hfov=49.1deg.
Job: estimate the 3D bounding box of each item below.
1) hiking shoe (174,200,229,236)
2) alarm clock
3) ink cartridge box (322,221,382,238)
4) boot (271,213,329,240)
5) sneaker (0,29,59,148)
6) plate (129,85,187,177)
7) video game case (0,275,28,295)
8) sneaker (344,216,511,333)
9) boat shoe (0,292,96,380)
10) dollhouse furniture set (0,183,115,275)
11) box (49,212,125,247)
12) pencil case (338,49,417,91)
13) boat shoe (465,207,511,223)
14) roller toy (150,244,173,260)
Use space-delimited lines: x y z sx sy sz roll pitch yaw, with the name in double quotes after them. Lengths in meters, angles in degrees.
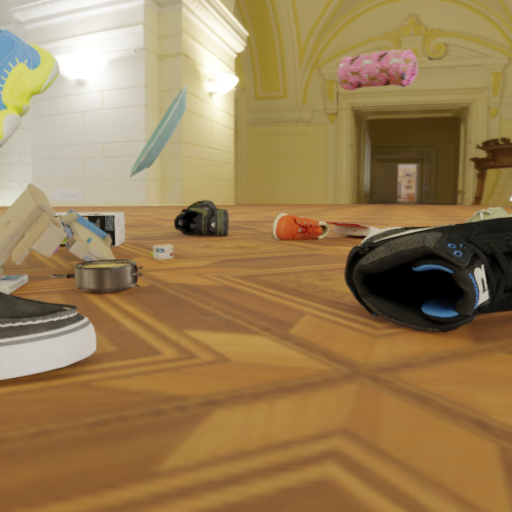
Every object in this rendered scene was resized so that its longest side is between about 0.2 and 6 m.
-1.852 -1.159 16.750 1.385 1.042 2.751 0 7 -26 "hiking shoe"
-2.145 0.276 7.543 1.216 0.405 0.820 1 7 -10 "alarm clock"
2.623 -0.704 15.358 1.142 0.286 1.315 7 1 -39 "ink cartridge box"
1.195 -0.749 15.047 1.023 0.716 1.907 12 11 36 "boot"
-4.327 -2.615 8.957 1.366 2.602 0.985 39 -39 -26 "sneaker"
-2.052 -2.647 12.182 0.297 2.326 2.326 32 -3 -18 "plate"
-3.841 0.400 7.593 1.194 0.141 1.087 -2 6 -10 "video game case"
2.514 0.217 5.583 3.250 1.187 1.818 -6 8 19 "sneaker"
-2.693 0.376 4.350 2.883 0.955 1.008 1 7 8 "boat shoe"
-3.004 0.095 8.669 1.871 1.221 1.766 40 2 -41 "dollhouse furniture set"
-4.638 -0.665 13.770 2.577 0.775 1.503 0 7 -6 "box"
2.717 -4.199 12.722 1.769 0.765 0.732 11 -11 40 "pencil case"
4.382 -0.425 10.268 3.018 0.936 1.087 -7 4 3 "boat shoe"
-1.822 -0.089 10.995 0.431 0.302 0.394 -5 8 -34 "roller toy"
